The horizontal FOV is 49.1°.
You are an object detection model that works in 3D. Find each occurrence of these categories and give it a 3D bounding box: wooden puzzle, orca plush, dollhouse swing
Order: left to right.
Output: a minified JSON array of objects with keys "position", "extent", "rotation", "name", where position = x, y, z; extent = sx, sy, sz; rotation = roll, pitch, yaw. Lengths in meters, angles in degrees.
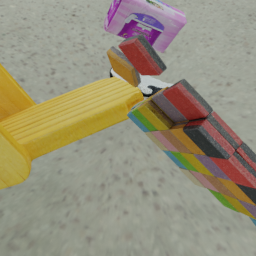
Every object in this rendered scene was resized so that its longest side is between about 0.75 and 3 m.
[{"position":[-1.549,-0.751,3.831],"extent":[2.379,2.459,2.706],"rotation":[-37,20,-1],"name":"dollhouse swing"},{"position":[0.313,-0.774,5.398],"extent":[1.404,0.499,0.739],"rotation":[3,49,-13],"name":"orca plush"},{"position":[0.539,0.213,2.099],"extent":[2.026,1.202,0.142],"rotation":[45,81,-6],"name":"wooden puzzle"}]

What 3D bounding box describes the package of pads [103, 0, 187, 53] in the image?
[{"position":[0.372,-2.389,6.273],"extent":[1.657,0.999,0.627],"rotation":[12,49,-27],"name":"package of pads"}]
